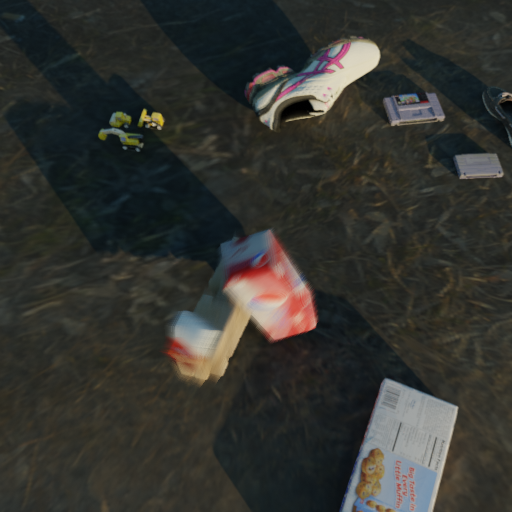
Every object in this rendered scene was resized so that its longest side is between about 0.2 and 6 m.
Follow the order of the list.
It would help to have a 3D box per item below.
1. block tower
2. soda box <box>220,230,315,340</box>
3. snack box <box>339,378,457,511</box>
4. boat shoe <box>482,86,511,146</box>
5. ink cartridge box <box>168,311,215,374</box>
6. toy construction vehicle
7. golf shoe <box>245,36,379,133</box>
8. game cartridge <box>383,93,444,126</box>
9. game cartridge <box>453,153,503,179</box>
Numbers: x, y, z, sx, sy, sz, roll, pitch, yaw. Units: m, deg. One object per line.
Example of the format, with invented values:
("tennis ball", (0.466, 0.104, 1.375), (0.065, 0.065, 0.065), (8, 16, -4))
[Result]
("block tower", (-0.534, 0.897, 10.194), (0.749, 0.801, 2.772), (10, 49, 19))
("soda box", (0.264, 0.581, 9.566), (0.885, 2.528, 0.802), (-17, 58, 13))
("snack box", (2.115, 3.846, 8.916), (1.307, 0.442, 3.637), (21, 61, 12))
("boat shoe", (6.068, -3.367, 13.201), (0.724, 0.617, 2.165), (-11, 59, -7))
("ink cartridge box", (-0.995, 1.259, 8.194), (0.584, 0.172, 0.730), (31, 95, 33))
("toy construction vehicle", (-2.913, -3.038, 13.102), (1.271, 0.448, 1.107), (11, 59, 7))
("golf shoe", (1.522, -3.977, 13.299), (3.374, 1.225, 1.554), (-26, 67, -4))
("game cartridge", (3.806, -3.573, 13.571), (1.302, 0.250, 0.844), (-7, 63, -4))
("game cartridge", (5.012, -2.034, 12.666), (0.971, 0.186, 0.630), (-2, 55, -1))
